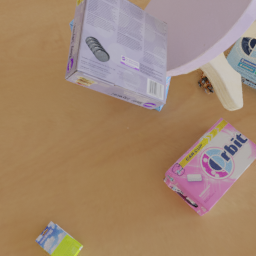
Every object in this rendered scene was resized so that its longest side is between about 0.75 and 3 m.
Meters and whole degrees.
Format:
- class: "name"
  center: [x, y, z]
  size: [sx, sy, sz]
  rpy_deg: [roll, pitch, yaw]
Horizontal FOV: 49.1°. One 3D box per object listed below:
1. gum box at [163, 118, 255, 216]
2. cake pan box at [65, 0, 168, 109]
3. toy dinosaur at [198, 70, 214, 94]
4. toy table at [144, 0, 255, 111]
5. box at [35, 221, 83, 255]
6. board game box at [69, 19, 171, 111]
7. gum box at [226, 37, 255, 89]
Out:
- class: "gum box"
  center: [2.042, 0.971, 6.968]
  size: [2.245, 0.742, 1.274]
  rpy_deg: [-41, 71, -19]
- class: "cake pan box"
  center: [-0.054, -1.158, 4.130]
  size: [1.579, 0.413, 1.454]
  rpy_deg: [14, 71, -33]
- class: "toy dinosaur"
  center: [2.467, -1.546, 8.468]
  size: [0.733, 0.551, 1.080]
  rpy_deg: [-11, 84, 12]
- class: "toy table"
  center: [1.592, -1.822, 5.437]
  size: [1.748, 2.984, 2.743]
  rpy_deg: [10, 86, -36]
- class: "box"
  center: [-1.571, 2.647, 6.395]
  size: [0.932, 0.222, 0.568]
  rpy_deg: [32, 67, 16]
- class: "board game box"
  center: [-0.173, -1.696, 7.626]
  size: [2.739, 2.072, 0.501]
  rpy_deg: [26, 67, 13]
- class: "gum box"
  center: [4.168, -2.278, 8.401]
  size: [1.854, 0.486, 2.182]
  rpy_deg: [31, 90, 15]
